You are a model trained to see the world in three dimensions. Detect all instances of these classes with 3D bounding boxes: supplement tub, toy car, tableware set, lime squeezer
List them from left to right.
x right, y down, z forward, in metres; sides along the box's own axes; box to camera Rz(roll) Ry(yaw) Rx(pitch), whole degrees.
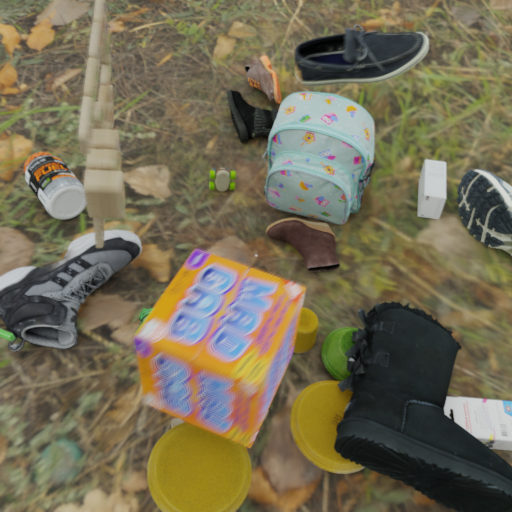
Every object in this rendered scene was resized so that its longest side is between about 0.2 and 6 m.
[{"bbox_3d":[-5.304,0.863,10.749,1.022,0.546,2.893,-8,37,-25],"label":"lime squeezer"},{"bbox_3d":[-4.527,-1.607,12.544,0.959,0.959,1.565,-31,57,-23],"label":"supplement tub"},{"bbox_3d":[-0.810,-1.901,13.112,0.588,0.565,0.716,0,39,-8],"label":"toy car"},{"bbox_3d":[0.309,2.812,9.077,3.320,0.756,4.929,21,51,5],"label":"tableware set"}]

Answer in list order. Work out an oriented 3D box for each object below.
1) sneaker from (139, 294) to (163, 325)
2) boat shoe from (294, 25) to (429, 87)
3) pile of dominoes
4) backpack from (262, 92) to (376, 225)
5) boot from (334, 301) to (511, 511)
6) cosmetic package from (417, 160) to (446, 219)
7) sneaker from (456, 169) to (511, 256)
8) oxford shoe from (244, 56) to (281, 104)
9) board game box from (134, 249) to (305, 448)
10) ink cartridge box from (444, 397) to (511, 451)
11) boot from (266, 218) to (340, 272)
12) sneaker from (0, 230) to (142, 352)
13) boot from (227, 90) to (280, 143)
[{"bbox_3d":[-1.335,0.843,10.642,1.981,0.773,0.844,-31,56,-22],"label":"sneaker"},{"bbox_3d":[2.023,-4.045,11.197,2.719,0.846,1.014,-2,65,21],"label":"boat shoe"},{"bbox_3d":[-2.519,-2.274,9.838,0.578,2.831,3.632,1,59,-9],"label":"pile of dominoes"},{"bbox_3d":[1.306,-2.038,11.806,2.313,2.631,2.017,17,57,12],"label":"backpack"},{"bbox_3d":[2.844,2.347,8.953,3.255,1.205,2.668,23,48,2],"label":"boot"},{"bbox_3d":[3.967,-1.507,12.644,0.503,0.699,1.239,8,52,7],"label":"cosmetic package"},{"bbox_3d":[5.606,-0.623,11.779,1.394,1.254,3.231,-17,59,-29],"label":"sneaker"},{"bbox_3d":[0.180,-4.738,15.383,0.764,0.747,2.095,-16,43,0],"label":"oxford shoe"},{"bbox_3d":[-0.471,1.268,7.802,1.686,1.686,1.687,19,48,12],"label":"board game box"},{"bbox_3d":[3.688,2.768,9.273,1.218,0.413,0.701,4,50,4],"label":"ink cartridge box"},{"bbox_3d":[0.975,-0.210,11.668,1.451,0.525,1.207,-2,49,-6],"label":"boot"},{"bbox_3d":[-3.379,0.729,10.556,2.992,1.129,1.703,-25,55,-12],"label":"sneaker"},{"bbox_3d":[0.036,-3.694,14.433,1.337,0.673,1.788,-16,63,-4],"label":"boot"}]
